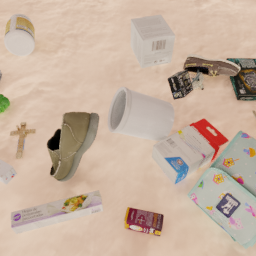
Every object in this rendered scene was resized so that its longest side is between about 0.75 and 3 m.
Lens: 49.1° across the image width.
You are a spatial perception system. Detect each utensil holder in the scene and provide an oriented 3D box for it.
[{"bbox_3d":[0.408,-0.386,8.896,1.707,1.450,1.450,14,47,-22],"label":"utensil holder"}]

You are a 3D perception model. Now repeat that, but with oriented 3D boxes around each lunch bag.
[{"bbox_3d":[3.096,1.648,7.589,2.439,1.487,2.078,-45,66,-10],"label":"lunch bag"}]

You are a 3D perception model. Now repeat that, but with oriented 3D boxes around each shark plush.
[{"bbox_3d":[2.736,-2.038,11.245,0.507,0.553,1.217,-9,56,34],"label":"shark plush"}]

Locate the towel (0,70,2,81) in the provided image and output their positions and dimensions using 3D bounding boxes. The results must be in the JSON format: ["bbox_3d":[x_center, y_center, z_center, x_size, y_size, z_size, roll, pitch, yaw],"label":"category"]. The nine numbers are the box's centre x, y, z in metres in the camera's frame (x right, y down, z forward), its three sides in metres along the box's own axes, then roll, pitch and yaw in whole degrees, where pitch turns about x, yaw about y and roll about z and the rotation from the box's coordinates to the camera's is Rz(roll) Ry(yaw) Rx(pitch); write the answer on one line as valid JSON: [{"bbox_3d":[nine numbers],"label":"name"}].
[{"bbox_3d":[-5.658,-1.944,11.178,1.075,0.460,0.890,-2,52,-4],"label":"towel"}]

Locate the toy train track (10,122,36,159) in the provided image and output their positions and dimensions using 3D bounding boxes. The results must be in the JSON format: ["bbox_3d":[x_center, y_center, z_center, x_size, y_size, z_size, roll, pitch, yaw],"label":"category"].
[{"bbox_3d":[-3.610,0.337,9.434,0.865,0.245,1.508,-6,52,-5],"label":"toy train track"}]

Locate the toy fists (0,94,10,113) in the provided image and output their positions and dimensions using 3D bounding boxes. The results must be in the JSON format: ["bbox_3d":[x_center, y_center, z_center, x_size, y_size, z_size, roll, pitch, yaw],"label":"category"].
[{"bbox_3d":[-4.940,-0.717,10.180,1.308,0.450,0.667,-30,50,-21],"label":"toy fists"}]

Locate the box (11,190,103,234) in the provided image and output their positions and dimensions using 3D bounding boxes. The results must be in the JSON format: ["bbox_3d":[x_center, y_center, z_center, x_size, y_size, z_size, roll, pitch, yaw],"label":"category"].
[{"bbox_3d":[-1.895,2.289,7.670,2.430,0.503,0.470,-13,51,-9],"label":"box"}]

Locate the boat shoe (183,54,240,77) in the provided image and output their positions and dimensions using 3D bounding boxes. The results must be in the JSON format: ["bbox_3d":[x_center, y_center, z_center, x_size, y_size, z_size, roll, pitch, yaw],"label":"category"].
[{"bbox_3d":[3.332,-2.405,11.297,2.200,0.790,0.655,19,75,22],"label":"boat shoe"}]

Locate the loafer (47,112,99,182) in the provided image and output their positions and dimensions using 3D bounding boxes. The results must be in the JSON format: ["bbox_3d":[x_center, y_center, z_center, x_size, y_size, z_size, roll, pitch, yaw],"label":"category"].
[{"bbox_3d":[-1.692,0.464,7.622,1.006,2.889,1.086,19,44,-17],"label":"loafer"}]

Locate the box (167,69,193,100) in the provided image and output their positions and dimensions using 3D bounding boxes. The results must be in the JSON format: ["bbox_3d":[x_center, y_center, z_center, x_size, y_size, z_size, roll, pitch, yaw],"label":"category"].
[{"bbox_3d":[1.750,-1.446,9.296,0.393,0.747,0.913,-9,19,37],"label":"box"}]

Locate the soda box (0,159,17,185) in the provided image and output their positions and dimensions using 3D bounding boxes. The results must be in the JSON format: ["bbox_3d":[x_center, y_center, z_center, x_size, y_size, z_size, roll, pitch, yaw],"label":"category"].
[{"bbox_3d":[-4.148,1.174,8.615,1.394,0.444,0.475,23,54,18],"label":"soda box"}]

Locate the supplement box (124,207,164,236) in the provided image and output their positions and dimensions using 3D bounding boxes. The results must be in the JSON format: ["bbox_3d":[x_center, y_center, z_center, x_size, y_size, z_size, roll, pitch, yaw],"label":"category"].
[{"bbox_3d":[0.424,2.498,7.459,0.997,0.550,0.427,10,52,8],"label":"supplement box"}]

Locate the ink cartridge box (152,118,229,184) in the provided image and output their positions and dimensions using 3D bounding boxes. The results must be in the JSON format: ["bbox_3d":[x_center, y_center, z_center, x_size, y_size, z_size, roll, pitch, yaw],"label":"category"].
[{"bbox_3d":[1.956,0.667,8.851,2.112,0.710,1.227,-27,56,-20],"label":"ink cartridge box"}]

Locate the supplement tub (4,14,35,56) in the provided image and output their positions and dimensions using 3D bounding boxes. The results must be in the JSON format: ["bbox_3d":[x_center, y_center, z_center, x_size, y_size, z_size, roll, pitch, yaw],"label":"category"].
[{"bbox_3d":[-4.803,-4.180,12.485,1.246,1.246,1.723,-9,51,-7],"label":"supplement tub"}]

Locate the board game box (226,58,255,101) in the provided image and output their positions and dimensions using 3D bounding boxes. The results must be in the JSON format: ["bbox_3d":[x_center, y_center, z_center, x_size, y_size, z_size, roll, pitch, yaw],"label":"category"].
[{"bbox_3d":[4.950,-2.008,11.300,1.555,0.324,2.299,1,50,1],"label":"board game box"}]

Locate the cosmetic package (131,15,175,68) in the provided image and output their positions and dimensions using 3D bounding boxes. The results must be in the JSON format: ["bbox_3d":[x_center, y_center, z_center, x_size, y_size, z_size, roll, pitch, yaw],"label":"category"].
[{"bbox_3d":[1.003,-3.729,12.004,1.416,1.407,1.692,-12,53,-10],"label":"cosmetic package"}]

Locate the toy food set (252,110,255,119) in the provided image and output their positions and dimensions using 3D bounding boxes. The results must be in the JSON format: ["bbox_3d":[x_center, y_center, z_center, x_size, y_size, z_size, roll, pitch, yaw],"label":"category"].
[{"bbox_3d":[5.115,-0.138,9.697,1.720,0.562,1.012,5,27,1],"label":"toy food set"}]
